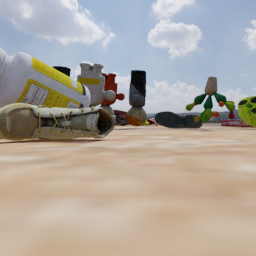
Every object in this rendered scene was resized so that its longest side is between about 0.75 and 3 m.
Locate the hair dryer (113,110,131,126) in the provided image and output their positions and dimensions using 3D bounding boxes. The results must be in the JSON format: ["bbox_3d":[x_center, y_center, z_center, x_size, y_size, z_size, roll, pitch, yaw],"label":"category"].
[{"bbox_3d":[-0.312,-0.307,12.865,2.128,0.759,2.794,20,15,28],"label":"hair dryer"}]

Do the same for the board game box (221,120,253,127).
[{"bbox_3d":[4.596,-0.156,9.193,2.608,0.254,1.342,0,0,-5],"label":"board game box"}]

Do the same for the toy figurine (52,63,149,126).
[{"bbox_3d":[-0.769,-0.732,7.375,2.342,1.630,2.306,-1,7,-41],"label":"toy figurine"}]

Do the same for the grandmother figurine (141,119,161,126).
[{"bbox_3d":[0.913,-0.254,11.939,0.763,0.381,1.259,-11,-9,41],"label":"grandmother figurine"}]

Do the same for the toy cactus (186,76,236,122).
[{"bbox_3d":[1.756,-0.579,5.865,0.592,0.956,1.158,11,-3,-31],"label":"toy cactus"}]

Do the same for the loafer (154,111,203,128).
[{"bbox_3d":[1.270,-0.140,7.074,1.209,0.434,0.380,8,-16,24],"label":"loafer"}]

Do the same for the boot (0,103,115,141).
[{"bbox_3d":[-0.565,-0.045,2.343,0.673,0.314,0.870,1,0,25],"label":"boot"}]

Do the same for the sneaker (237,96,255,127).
[{"bbox_3d":[3.518,-0.278,6.305,2.020,0.748,0.844,10,0,30],"label":"sneaker"}]

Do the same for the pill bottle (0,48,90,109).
[{"bbox_3d":[-1.141,-0.457,3.349,1.268,0.706,0.706,27,-17,-39],"label":"pill bottle"}]

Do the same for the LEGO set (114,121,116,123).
[{"bbox_3d":[-0.668,-0.237,11.729,0.351,0.433,0.942,19,-17,32],"label":"LEGO set"}]
